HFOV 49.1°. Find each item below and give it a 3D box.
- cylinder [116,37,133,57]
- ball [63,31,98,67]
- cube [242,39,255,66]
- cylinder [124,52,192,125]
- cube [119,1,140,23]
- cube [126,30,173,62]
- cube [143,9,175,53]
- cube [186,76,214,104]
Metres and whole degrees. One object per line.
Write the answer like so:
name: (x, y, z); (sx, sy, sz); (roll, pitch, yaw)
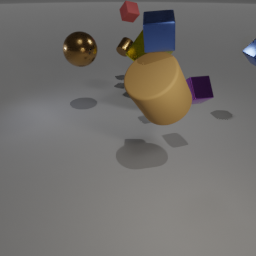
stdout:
cylinder: (-0.142, -4.127, 14.267); (0.700, 0.700, 0.700); (19, 71, 32)
ball: (-1.945, -3.202, 11.417); (1.400, 1.400, 1.400); (0, 28, 0)
cube: (4.704, -2.669, 10.018); (0.700, 0.700, 0.700); (36, 17, -33)
cylinder: (0.797, -0.978, 7.174); (1.400, 1.400, 1.400); (-12, 59, 21)
cube: (0.075, -5.893, 14.210); (0.700, 0.700, 0.700); (-3, -16, -31)
cube: (1.019, -3.539, 13.131); (1.400, 1.400, 1.400); (44, 22, 11)
cube: (0.719, -2.235, 6.469); (0.700, 0.700, 0.700); (-2, 44, 7)
cube: (2.088, -1.147, 8.622); (0.700, 0.700, 0.700); (-8, -7, -20)
